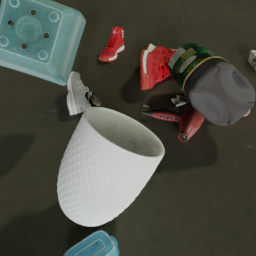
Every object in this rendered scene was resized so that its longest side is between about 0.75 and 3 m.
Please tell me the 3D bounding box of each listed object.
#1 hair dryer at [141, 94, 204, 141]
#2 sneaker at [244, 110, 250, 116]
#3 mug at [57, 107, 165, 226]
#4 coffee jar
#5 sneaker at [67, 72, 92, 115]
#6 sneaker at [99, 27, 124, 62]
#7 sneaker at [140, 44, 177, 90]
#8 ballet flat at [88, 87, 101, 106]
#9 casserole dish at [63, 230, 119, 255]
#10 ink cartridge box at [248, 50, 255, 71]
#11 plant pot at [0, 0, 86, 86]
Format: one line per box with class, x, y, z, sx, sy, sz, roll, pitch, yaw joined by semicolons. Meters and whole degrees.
hair dryer;1.239;-0.220;7.317;1.454;0.519;1.909;-19;31;-5
sneaker;2.685;-0.486;7.661;1.205;0.476;0.575;-7;18;-12
mug;-0.244;0.760;4.910;1.954;1.713;1.442;8;29;-45
coffee jar;2.013;-1.236;7.198;1.542;1.262;2.958;39;19;-18
sneaker;-1.396;-1.017;8.170;0.700;0.638;1.707;-5;49;-6
sneaker;-0.650;-3.322;10.828;0.699;1.031;1.785;9;38;12
sneaker;1.286;-2.087;9.197;1.597;1.083;2.764;5;39;9
ballet flat;-1.075;-0.913;8.324;0.231;0.335;0.995;-47;47;8
casserole dish;-0.599;2.010;4.475;0.989;0.192;0.599;-24;43;-30
ink cartridge box;4.916;-2.323;9.998;0.767;0.442;1.325;1;37;2
plant pot;-1.915;-1.921;5.809;1.702;1.707;1.739;17;7;-11
